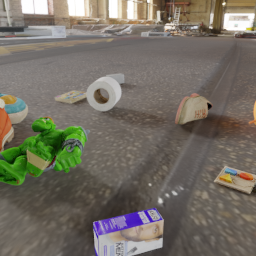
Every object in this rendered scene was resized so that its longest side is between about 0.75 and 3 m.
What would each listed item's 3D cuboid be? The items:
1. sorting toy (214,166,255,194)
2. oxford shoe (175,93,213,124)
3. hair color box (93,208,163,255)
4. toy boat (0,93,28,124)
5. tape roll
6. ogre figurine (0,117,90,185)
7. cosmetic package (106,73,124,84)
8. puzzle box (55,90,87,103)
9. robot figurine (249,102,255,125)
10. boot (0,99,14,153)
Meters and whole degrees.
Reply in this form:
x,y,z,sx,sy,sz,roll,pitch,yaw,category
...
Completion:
x,y,z,sx,sy,sz,roll,pitch,yaw,category
2.536,1.133,6.067,1.103,0.162,0.815,15,26,34,sorting toy
2.302,-0.638,9.626,0.838,0.803,2.270,24,35,23,oxford shoe
0.012,1.643,4.293,1.027,0.561,0.333,-9,24,-19,hair color box
-4.508,-0.640,9.186,1.963,1.085,2.335,15,26,31,toy boat
-0.907,-1.313,10.732,1.175,1.175,0.807,5,22,12,tape roll
-1.925,0.533,6.173,2.545,1.249,1.526,-34,9,27,ogre figurine
-0.659,-2.564,14.699,0.919,0.491,0.415,-14,25,-27,cosmetic package
-2.419,-1.375,12.203,0.872,0.167,1.311,11,25,25,puzzle box
4.950,-0.559,8.343,2.804,1.635,2.017,-11,27,-26,robot figurine
-3.685,0.042,7.296,0.908,1.297,2.420,-2,24,-9,boot
